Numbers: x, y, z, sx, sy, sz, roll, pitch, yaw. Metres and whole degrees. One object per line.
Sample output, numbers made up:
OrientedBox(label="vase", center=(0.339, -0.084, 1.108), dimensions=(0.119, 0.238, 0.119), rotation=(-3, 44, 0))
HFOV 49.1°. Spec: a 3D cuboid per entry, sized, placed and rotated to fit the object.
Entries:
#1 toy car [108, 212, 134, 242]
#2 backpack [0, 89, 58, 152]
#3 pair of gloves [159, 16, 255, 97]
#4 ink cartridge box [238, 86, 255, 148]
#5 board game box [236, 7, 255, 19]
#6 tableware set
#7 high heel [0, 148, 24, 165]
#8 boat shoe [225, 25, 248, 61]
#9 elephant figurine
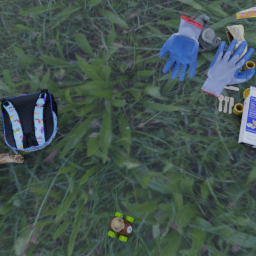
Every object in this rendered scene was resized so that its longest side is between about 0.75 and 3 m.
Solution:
OrientedBox(label="toy car", center=(-0.247, 3.244, 9.308), dimensions=(0.780, 0.988, 0.812), rotation=(18, 67, 9))
OrientedBox(label="backpack", center=(-3.592, -0.106, 10.573), dimensions=(2.038, 1.502, 2.232), rotation=(-14, 65, -7))
OrientedBox(label="pair of gloves", center=(2.398, -2.078, 8.807), dimensions=(2.928, 2.354, 0.334), rotation=(29, 58, 9))
OrientedBox(label="ink cartridge box", center=(5.134, -0.397, 11.054), dimensions=(1.136, 0.445, 2.398), rotation=(15, 77, -1))
OrientedBox(label="board game box", center=(3.889, -3.469, 8.249), dimensions=(1.548, 0.232, 0.739), rotation=(-30, 26, -28))
OrientedBox(label="tableware set", center=(4.907, -1.702, 11.920), dimensions=(1.857, 0.423, 2.756), rotation=(14, 65, 6))
OrientedBox(label="high heel", center=(-4.510, 1.279, 10.540), dimensions=(1.070, 0.382, 0.763), rotation=(-38, 64, -25))
OrientedBox(label="boat shoe", center=(4.881, -3.737, 12.691), dimensions=(0.740, 0.866, 2.362), rotation=(3, 55, 6))
OrientedBox(label="elephant figurine", center=(3.501, -4.037, 12.646), dimensions=(1.461, 1.333, 1.884), rotation=(-30, 83, 17))
